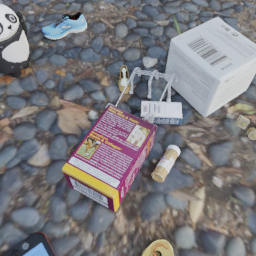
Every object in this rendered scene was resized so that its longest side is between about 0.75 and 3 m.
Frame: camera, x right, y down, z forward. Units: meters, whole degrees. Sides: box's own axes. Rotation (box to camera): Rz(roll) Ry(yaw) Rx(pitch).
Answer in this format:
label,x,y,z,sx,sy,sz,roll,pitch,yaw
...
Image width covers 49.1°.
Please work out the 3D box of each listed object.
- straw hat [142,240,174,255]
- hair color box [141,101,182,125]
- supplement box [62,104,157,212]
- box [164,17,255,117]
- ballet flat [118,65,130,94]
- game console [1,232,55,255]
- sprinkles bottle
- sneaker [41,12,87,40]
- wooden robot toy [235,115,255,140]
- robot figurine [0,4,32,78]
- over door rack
label,x,y,z,sx,sy,sz,roll,pitch,yaw
straw hat,0.643,3.544,7.556,1.253,1.253,0.530,-42,23,-24
hair color box,1.215,-0.562,10.326,1.484,0.449,0.742,3,57,2
supplement box,-0.497,0.882,8.799,1.782,1.405,2.723,26,60,16
box,3.103,-2.277,10.446,2.466,2.112,2.454,-30,61,-20
ballet flat,-0.171,-1.980,11.279,0.458,0.421,1.334,-4,57,-3
game console,-2.629,3.939,7.479,1.618,0.284,1.829,-30,61,-19
sprinkles bottle,1.231,1.129,9.008,0.450,0.450,1.318,26,52,16
sneaker,-2.967,-4.798,12.800,2.141,0.963,0.839,-25,60,-15
wooden robot toy,4.846,0.045,9.911,2.137,0.942,0.970,12,22,9
robot figurine,-4.725,-3.237,10.633,1.786,2.862,2.150,-13,58,-8
over door rack,0.566,-1.164,10.274,1.794,0.809,2.429,15,57,30
